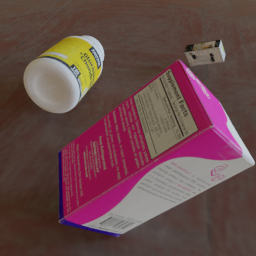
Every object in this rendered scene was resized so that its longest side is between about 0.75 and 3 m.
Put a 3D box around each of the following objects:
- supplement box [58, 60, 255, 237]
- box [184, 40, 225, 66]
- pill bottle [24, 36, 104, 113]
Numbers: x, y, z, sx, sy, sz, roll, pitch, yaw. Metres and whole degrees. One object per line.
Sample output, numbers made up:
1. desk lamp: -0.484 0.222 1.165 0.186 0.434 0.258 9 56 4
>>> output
1. supplement box: 0.269 0.473 4.386 2.659 1.346 1.374 -34 45 24
2. box: 2.531 -2.448 9.207 1.160 0.676 0.349 0 56 36
3. pill bottle: -1.551 -1.627 7.644 1.455 1.455 2.598 10 37 11
